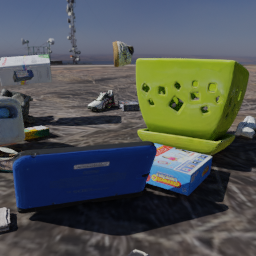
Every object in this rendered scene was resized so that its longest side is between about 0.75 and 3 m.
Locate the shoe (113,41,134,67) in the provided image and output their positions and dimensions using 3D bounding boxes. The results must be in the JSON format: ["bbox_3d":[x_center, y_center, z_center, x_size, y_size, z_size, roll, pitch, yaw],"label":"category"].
[{"bbox_3d":[-0.136,-2.502,9.286,0.596,0.780,2.232,-4,20,5],"label":"shoe"}]

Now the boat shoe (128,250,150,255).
[{"bbox_3d":[0.410,1.662,2.961,1.258,0.465,0.379,3,19,41],"label":"boat shoe"}]

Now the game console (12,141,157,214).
[{"bbox_3d":[-0.851,0.647,4.979,2.175,1.856,1.287,-4,42,-21],"label":"game console"}]

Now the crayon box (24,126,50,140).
[{"bbox_3d":[-2.939,0.150,8.485,0.931,0.240,0.585,-12,15,-40],"label":"crayon box"}]

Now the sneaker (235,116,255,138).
[{"bbox_3d":[3.826,0.005,8.803,0.564,0.523,1.392,24,29,29],"label":"sneaker"}]

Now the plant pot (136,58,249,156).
[{"bbox_3d":[1.643,-0.550,7.205,2.374,2.154,2.362,8,7,29],"label":"plant pot"}]

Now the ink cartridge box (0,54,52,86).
[{"bbox_3d":[-3.621,-2.077,9.945,1.698,0.743,1.234,-7,30,-15],"label":"ink cartridge box"}]

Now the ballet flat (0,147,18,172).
[{"bbox_3d":[-2.997,0.675,6.241,1.549,0.521,0.527,0,16,0],"label":"ballet flat"}]

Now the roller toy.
[{"bbox_3d":[-3.519,-0.135,7.040,1.662,1.273,1.822,-9,-2,-11],"label":"roller toy"}]

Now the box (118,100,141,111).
[{"bbox_3d":[0.252,-1.026,12.597,1.222,0.304,0.964,-5,17,-16],"label":"box"}]

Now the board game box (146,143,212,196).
[{"bbox_3d":[0.828,0.771,5.768,1.419,0.405,1.449,12,14,30],"label":"board game box"}]

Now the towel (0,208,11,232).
[{"bbox_3d":[-2.226,1.442,4.241,0.830,0.143,0.550,-7,17,-23],"label":"towel"}]

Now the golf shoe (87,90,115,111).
[{"bbox_3d":[-1.218,-1.205,12.439,0.677,0.772,1.754,10,20,28],"label":"golf shoe"}]

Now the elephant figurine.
[{"bbox_3d":[-3.914,-0.605,10.034,1.805,1.400,1.277,29,-11,40],"label":"elephant figurine"}]
